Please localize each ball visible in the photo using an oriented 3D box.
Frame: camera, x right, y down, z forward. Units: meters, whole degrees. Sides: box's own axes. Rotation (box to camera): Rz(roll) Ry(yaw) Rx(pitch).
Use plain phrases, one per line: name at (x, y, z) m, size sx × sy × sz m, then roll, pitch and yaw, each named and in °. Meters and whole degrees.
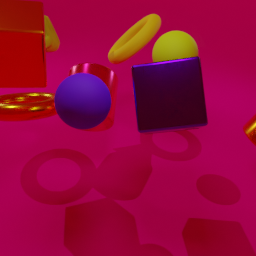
ball at (0.978, -1.525, 5.825) m, size 0.939 × 0.939 × 0.939 m, roll 0°, pitch 35°, yaw 0°
ball at (-0.685, -0.405, 4.286) m, size 0.858 × 0.858 × 0.858 m, roll 0°, pitch 35°, yaw 0°

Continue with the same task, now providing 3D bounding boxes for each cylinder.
cylinder at (3.100, -0.039, 5.745) m, size 1.007 × 1.007 × 1.007 m, roll 26°, pitch 31°, yaw -17°
cylinder at (-0.876, -0.687, 6.579) m, size 1.210 × 1.210 × 1.210 m, roll 3°, pitch 67°, yaw 4°

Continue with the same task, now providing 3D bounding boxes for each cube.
cube at (0.667, -0.468, 4.600) m, size 1.030 × 1.030 × 1.030 m, roll -6°, pitch -3°, yaw 8°
cube at (-1.957, -1.419, 4.735) m, size 1.078 × 1.078 × 1.078 m, roll -3°, pitch 48°, yaw -15°

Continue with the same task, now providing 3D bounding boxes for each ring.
ring at (-2.432, -0.540, 6.631) m, size 1.905 × 0.381 × 1.905 m, roll -1°, pitch 16°, yaw 0°
ring at (0.153, -2.354, 7.434) m, size 1.722 × 0.344 × 1.722 m, roll -36°, pitch 24°, yaw 19°

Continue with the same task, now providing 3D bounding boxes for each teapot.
teapot at (-2.889, -3.048, 9.309) m, size 0.997 × 1.266 × 2.037 m, roll -26°, pitch 44°, yaw -6°
